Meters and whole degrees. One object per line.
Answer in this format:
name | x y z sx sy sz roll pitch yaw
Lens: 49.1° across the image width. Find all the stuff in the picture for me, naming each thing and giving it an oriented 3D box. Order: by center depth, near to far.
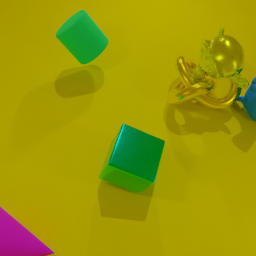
cone | -2.074 2.284 5.392 1.321 1.316 1.316 13 56 -6
cube | 0.076 0.714 6.274 1.038 1.038 1.038 23 60 -6
monkey head | 3.470 -0.653 7.131 1.428 1.196 1.985 -13 40 -41
monkey head | 2.319 -1.690 7.172 1.074 1.283 1.783 -12 74 -15
knot shape | 2.120 -1.220 7.653 1.899 0.938 2.029 11 48 15
cylinder | -1.286 -2.550 7.914 1.080 1.080 1.080 -28 36 23
